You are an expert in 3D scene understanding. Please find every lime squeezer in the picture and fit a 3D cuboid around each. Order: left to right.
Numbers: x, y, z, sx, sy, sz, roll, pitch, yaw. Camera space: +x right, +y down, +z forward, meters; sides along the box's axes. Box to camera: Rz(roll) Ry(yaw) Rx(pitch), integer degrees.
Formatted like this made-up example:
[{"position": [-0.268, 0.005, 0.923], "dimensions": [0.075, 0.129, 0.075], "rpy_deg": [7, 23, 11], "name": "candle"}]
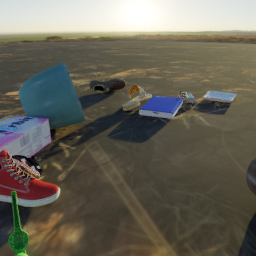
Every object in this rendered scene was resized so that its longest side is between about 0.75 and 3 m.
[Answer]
[{"position": [-1.935, 2.204, 5.083], "dimensions": [0.377, 0.705, 1.997], "rpy_deg": [5, 47, -33], "name": "lime squeezer"}]

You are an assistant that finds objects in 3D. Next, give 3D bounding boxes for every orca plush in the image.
[{"position": [-2.629, 0.888, 7.409], "dimensions": [1.015, 0.534, 0.361], "rpy_deg": [18, 49, 22], "name": "orca plush"}]

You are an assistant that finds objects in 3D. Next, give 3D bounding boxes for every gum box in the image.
[{"position": [-3.867, 0.440, 8.929], "dimensions": [1.605, 0.935, 2.829], "rpy_deg": [7, 23, 18], "name": "gum box"}]

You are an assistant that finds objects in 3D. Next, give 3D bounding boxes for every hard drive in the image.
[{"position": [1.650, -1.056, 13.460], "dimensions": [1.578, 0.303, 2.392], "rpy_deg": [8, 23, 19], "name": "hard drive"}]

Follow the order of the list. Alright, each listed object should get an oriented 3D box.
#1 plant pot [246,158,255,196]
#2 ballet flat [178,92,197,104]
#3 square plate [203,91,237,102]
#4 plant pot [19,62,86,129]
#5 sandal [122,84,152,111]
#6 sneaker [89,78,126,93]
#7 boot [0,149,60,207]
[{"position": [3.598, 1.321, 6.045], "dimensions": [1.738, 1.738, 1.721], "rpy_deg": [-2, 13, -6], "name": "plant pot"}, {"position": [3.104, -1.637, 14.712], "dimensions": [0.452, 0.447, 1.329], "rpy_deg": [-14, 26, -30], "name": "ballet flat"}, {"position": [4.977, -1.686, 15.141], "dimensions": [1.524, 0.217, 1.510], "rpy_deg": [12, 24, 27], "name": "square plate"}, {"position": [-3.018, -1.068, 10.936], "dimensions": [1.977, 2.464, 2.464], "rpy_deg": [-21, 26, -10], "name": "plant pot"}, {"position": [0.428, -1.722, 14.027], "dimensions": [1.041, 0.934, 2.840], "rpy_deg": [-7, 18, 25], "name": "sandal"}, {"position": [-1.155, -2.356, 16.411], "dimensions": [2.170, 0.764, 0.820], "rpy_deg": [-4, 44, -9], "name": "sneaker"}, {"position": [-2.558, 1.149, 6.722], "dimensions": [1.804, 1.301, 0.653], "rpy_deg": [4, 22, 8], "name": "boot"}]
